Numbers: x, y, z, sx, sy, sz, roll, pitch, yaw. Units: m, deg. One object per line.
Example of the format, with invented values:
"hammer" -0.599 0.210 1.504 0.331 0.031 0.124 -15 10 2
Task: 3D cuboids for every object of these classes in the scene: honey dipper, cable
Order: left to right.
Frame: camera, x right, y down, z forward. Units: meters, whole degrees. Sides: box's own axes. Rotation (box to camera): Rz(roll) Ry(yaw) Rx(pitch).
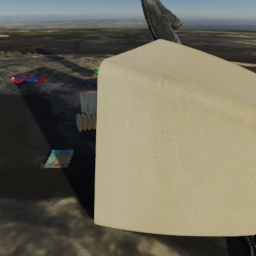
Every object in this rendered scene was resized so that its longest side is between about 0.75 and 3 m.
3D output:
"honey dipper" -0.175 -0.340 8.941 2.896 0.550 0.550 -8 25 -22
"cable" 2.000 1.766 4.403 0.630 0.327 1.298 3 23 28

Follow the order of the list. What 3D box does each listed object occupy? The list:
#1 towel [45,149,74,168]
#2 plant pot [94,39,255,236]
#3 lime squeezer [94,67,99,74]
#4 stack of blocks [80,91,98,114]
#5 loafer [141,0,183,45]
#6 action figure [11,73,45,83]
"towel" -1.696 0.751 6.972 0.577 0.085 0.787 0 24 1
"plant pot" 1.217 0.201 5.030 2.549 2.879 2.875 15 27 19
"lime squeezer" -1.456 -3.052 15.354 0.650 0.347 1.841 22 6 -38
"stack of blocks" -0.357 -0.828 9.083 1.427 0.726 2.479 -10 13 -34
"loafer" 1.111 -2.951 8.164 0.970 2.762 0.938 -20 10 13
"action figure" -4.908 -2.395 13.705 1.579 0.408 0.516 -5 27 -5
